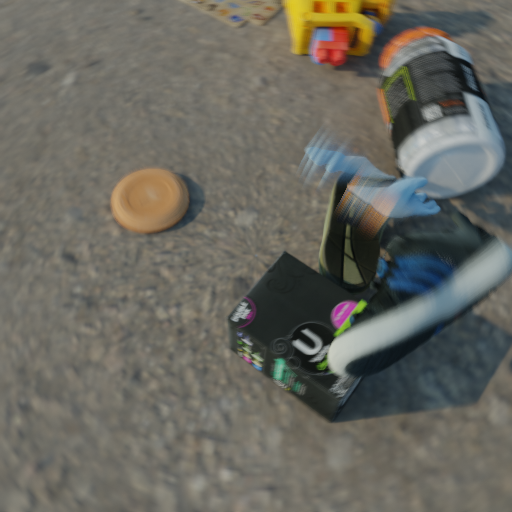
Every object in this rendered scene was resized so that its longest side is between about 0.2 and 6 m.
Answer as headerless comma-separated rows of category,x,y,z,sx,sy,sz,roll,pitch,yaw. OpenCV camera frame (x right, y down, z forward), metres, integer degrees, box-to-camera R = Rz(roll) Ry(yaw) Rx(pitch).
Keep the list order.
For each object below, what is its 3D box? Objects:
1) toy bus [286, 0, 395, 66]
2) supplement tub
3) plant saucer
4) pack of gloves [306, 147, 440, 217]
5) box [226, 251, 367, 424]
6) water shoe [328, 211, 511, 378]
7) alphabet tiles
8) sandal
toy bus,1.858,-4.991,11.914,2.333,1.583,2.239,-1,72,-4
supplement tub,3.264,-2.664,10.262,1.772,1.772,2.893,-3,60,-2
plant saucer,-1.929,-1.045,10.156,1.394,0.225,1.394,-1,59,1
pack of gloves,1.970,-1.318,8.951,1.886,0.443,2.245,43,28,28
box,0.748,1.185,8.255,1.963,1.220,1.458,34,65,19
water shoe,1.992,0.460,7.454,3.273,1.170,1.291,-24,61,-29
alphabet tiles,-0.453,-6.224,13.394,2.222,0.084,1.857,33,64,18
sandal,1.638,-0.440,9.405,1.175,0.844,2.958,22,52,8
